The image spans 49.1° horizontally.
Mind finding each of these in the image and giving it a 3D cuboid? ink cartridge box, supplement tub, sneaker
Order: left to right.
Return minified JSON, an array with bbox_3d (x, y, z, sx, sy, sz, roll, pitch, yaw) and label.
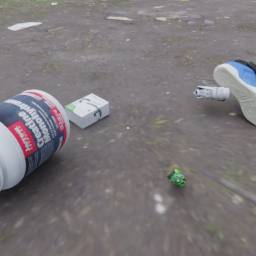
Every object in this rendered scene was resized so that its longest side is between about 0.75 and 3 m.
[{"bbox_3d":[-2.458,0.252,5.903,1.600,1.600,2.279,14,30,19],"label":"supplement tub"},{"bbox_3d":[-1.208,-0.532,8.395,0.799,0.461,1.094,30,45,31],"label":"ink cartridge box"},{"bbox_3d":[1.052,1.102,5.907,0.312,0.800,0.341,-44,69,7],"label":"sneaker"},{"bbox_3d":[2.476,-1.034,8.409,0.677,0.442,1.177,-1,8,-16],"label":"sneaker"},{"bbox_3d":[3.744,-1.128,8.347,1.296,0.894,2.330,-27,69,-31],"label":"sneaker"}]
